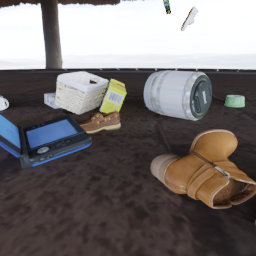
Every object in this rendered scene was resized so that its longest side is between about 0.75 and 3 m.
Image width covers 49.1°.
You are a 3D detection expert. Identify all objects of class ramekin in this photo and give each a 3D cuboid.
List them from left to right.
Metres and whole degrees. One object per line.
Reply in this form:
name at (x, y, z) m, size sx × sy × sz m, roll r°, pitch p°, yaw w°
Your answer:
ramekin at (5.056, -1.284, 13.247) m, size 0.904 × 0.441 × 0.904 m, roll 0°, pitch 15°, yaw 0°

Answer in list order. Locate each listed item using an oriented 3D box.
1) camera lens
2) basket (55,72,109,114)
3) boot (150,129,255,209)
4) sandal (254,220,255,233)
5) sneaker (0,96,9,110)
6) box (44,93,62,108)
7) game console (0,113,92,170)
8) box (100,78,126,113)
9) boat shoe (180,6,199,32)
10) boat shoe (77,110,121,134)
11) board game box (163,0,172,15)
camera lens at (1.930, -1.280, 10.659) m, size 2.189 × 1.751 × 1.751 m, roll 14°, pitch 20°, yaw 41°
basket at (-1.977, -1.539, 12.029) m, size 1.440 × 1.310 × 2.124 m, roll 22°, pitch 22°, yaw 14°
boot at (1.679, 0.723, 5.110) m, size 2.149 × 0.792 × 1.663 m, roll -22°, pitch 20°, yaw -23°
sandal at (2.658, 0.919, 4.372) m, size 1.143 × 0.763 × 2.796 m, roll 12°, pitch 19°, yaw 37°
sneaker at (-5.742, -1.215, 12.557) m, size 1.627 × 0.655 × 1.191 m, roll -1°, pitch 18°, yaw 19°
box at (-3.329, -1.336, 13.365) m, size 0.935 × 0.482 × 1.603 m, roll -9°, pitch 17°, yaw -30°
game console at (-2.462, -0.252, 6.916) m, size 2.322 × 1.610 × 2.721 m, roll -20°, pitch 22°, yaw -17°
box at (-0.619, -1.384, 12.055) m, size 0.748 × 1.123 × 2.984 m, roll 22°, pitch 12°, yaw -7°
boat shoe at (2.453, -4.218, 10.962) m, size 0.394 × 1.136 × 0.402 m, roll 31°, pitch -4°, yaw -16°
boat shoe at (-1.048, -0.211, 8.909) m, size 1.798 × 0.607 × 0.647 m, roll -10°, pitch 18°, yaw -33°
board game box at (0.625, -2.658, 5.020) m, size 0.126 × 1.078 × 0.565 m, roll -9°, pitch 0°, yaw 12°
